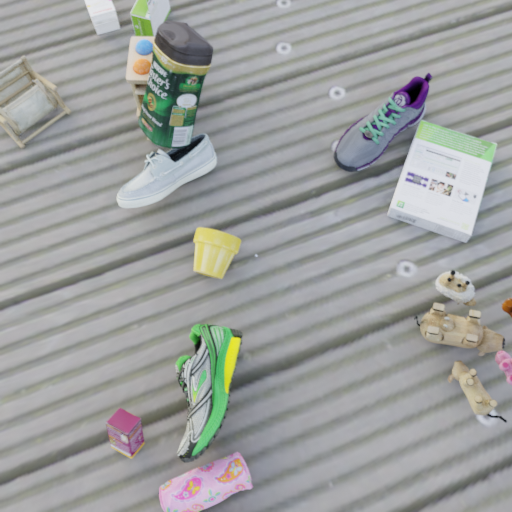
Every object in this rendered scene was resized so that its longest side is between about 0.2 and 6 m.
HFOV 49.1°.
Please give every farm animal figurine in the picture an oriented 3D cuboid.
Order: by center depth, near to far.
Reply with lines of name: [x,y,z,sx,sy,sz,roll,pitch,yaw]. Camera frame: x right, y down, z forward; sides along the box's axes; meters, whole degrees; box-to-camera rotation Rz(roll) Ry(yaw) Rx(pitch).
farm animal figurine: [3.705,1.515,9.637,2.037,1.074,2.060,28,77,24]

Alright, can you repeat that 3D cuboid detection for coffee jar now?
coffee jar: [-1.501,-3.131,10.315,0.902,2.113,1.102,-11,47,-36]

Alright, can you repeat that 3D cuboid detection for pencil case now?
pencil case: [-0.812,3.684,8.900,1.471,0.643,0.643,-23,69,-8]

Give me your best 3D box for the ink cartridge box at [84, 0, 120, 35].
ink cartridge box: [-3.522,-5.559,12.816,0.572,0.558,0.891,-19,68,-8]

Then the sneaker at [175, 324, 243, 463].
sneaker: [-0.950,2.229,9.289,0.988,0.905,2.320,17,58,-9]

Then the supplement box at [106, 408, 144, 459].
supplement box: [-2.119,2.879,9.089,0.453,0.692,0.357,21,42,21]

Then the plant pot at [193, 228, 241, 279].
plant pot: [-0.789,-0.022,10.382,0.856,0.856,0.805,14,84,6]

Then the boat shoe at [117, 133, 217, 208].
boat shoe: [-1.781,-1.714,10.842,2.234,0.796,0.779,-33,41,-24]

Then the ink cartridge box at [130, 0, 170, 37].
ink cartridge box: [-2.391,-5.678,12.425,0.519,1.371,1.013,16,68,7]

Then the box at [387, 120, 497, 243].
box: [3.736,-1.529,11.211,1.625,0.409,2.251,21,70,9]

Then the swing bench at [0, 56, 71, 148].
swing bench: [-4.892,-3.227,11.701,1.319,0.860,1.326,-41,68,-15]

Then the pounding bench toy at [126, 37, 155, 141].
pounding bench toy: [-1.989,-3.403,11.451,1.107,1.390,1.782,0,67,0]

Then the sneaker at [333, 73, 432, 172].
sneaker: [2.538,-2.775,11.346,0.933,1.098,2.509,43,73,16]
